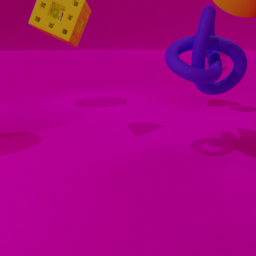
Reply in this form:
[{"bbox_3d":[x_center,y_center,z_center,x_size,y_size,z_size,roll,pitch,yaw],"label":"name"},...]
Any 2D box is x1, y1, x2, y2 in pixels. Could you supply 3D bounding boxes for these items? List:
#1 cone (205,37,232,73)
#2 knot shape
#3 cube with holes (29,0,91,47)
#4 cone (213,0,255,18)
[{"bbox_3d":[2.713,-2.545,9.688,1.334,1.329,1.329,-7,17,-41],"label":"cone"},{"bbox_3d":[1.552,-1.541,5.472,1.723,1.612,0.796,7,-6,-31],"label":"knot shape"},{"bbox_3d":[-2.227,-3.739,9.428,1.380,1.380,1.380,24,8,-3],"label":"cube with holes"},{"bbox_3d":[1.843,-2.428,3.581,1.508,1.508,1.513,2,3,5],"label":"cone"}]
